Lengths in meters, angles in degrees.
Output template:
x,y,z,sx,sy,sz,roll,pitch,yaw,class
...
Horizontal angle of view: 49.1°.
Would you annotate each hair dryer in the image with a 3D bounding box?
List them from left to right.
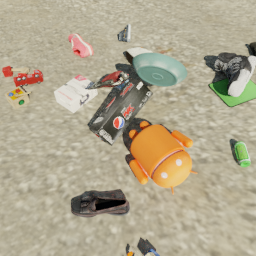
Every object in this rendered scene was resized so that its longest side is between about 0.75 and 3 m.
x,y,z,sx,sy,sz,roll,pitch,yaw,class
-0.849,-1.903,11.146,1.611,2.115,0.575,-14,94,-6,hair dryer

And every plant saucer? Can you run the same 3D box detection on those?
x,y,z,sx,sy,sz,roll,pitch,yaw,class
1.126,-2.054,10.419,2.108,2.108,0.379,14,76,12,plant saucer

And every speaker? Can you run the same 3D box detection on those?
x,y,z,sx,sy,sz,roll,pitch,yaw,class
4.224,0.963,10.353,0.419,0.419,0.946,1,50,1,speaker

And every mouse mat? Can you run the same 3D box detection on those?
x,y,z,sx,sy,sz,roll,pitch,yaw,class
4.998,-1.769,12.875,2.105,0.079,1.694,-18,52,-16,mouse mat

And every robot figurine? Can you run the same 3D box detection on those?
x,y,z,sx,sy,sz,roll,pitch,yaw,class
1.133,0.921,9.640,1.908,1.547,2.652,-15,50,-34,robot figurine

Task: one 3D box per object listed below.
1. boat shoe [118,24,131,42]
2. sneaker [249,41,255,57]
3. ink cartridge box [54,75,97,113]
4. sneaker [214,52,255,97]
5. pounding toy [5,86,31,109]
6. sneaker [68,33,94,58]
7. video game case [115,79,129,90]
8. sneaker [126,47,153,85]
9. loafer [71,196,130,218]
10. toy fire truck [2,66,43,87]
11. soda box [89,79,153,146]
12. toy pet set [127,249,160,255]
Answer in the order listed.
x,y,z,sx,sy,sz,roll,pitch,yaw,class
-0.190,-5.322,15.561,0.645,0.503,1.421,3,52,-3,boat shoe
6.695,-3.891,14.354,0.709,0.594,1.563,-23,51,-9,sneaker
-2.270,-1.520,12.275,1.111,0.647,1.534,32,57,24,ink cartridge box
4.684,-2.540,12.853,1.707,1.132,3.000,24,48,23,sneaker
-4.716,-1.359,12.140,0.847,0.654,0.921,-36,59,-26,pounding toy
-2.655,-4.295,14.568,0.855,0.726,1.970,-35,58,-24,sneaker
-0.304,-2.110,13.139,1.087,0.095,0.777,33,57,24,video game case
1.005,-3.141,13.391,1.187,1.021,2.804,-23,52,-15,sneaker
-0.897,2.441,8.971,1.929,0.608,0.693,0,50,0,loafer
-4.970,-2.519,13.260,1.776,0.433,1.252,-14,51,-11,toy fire truck
-0.258,-0.636,10.577,2.591,0.821,0.917,-51,29,-9,soda box
0.468,3.872,7.997,0.868,0.494,0.930,-48,54,7,toy pet set
